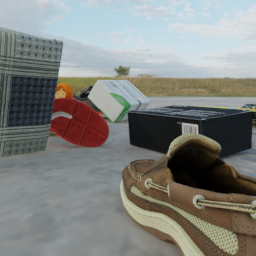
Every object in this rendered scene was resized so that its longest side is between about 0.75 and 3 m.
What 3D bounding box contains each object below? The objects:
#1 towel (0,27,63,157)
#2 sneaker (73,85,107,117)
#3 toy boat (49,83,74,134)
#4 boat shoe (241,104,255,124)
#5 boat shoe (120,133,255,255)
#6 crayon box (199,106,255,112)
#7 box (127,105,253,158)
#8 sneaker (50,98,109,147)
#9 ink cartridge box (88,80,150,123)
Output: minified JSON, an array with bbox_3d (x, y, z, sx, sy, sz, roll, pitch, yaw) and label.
[{"bbox_3d":[-1.861,-0.442,3.758,1.895,1.825,0.327,-3,24,-45],"label":"towel"},{"bbox_3d":[-1.027,-0.975,10.281,1.122,1.192,2.911,3,8,41],"label":"sneaker"},{"bbox_3d":[-1.568,-0.497,6.849,1.191,1.193,1.825,-1,8,-5],"label":"toy boat"},{"bbox_3d":[3.940,-0.355,7.766,0.987,0.769,2.175,-1,0,-2],"label":"boat shoe"},{"bbox_3d":[0.471,0.394,1.919,0.735,0.736,1.989,-3,8,-21],"label":"boat shoe"},{"bbox_3d":[2.495,-0.317,8.084,1.293,0.517,2.037,-7,10,-39],"label":"crayon box"},{"bbox_3d":[1.000,0.011,4.846,1.243,0.694,1.761,-12,13,-33],"label":"box"},{"bbox_3d":[-1.347,-0.236,5.327,1.973,0.773,1.140,25,-4,-14],"label":"sneaker"},{"bbox_3d":[-0.245,-0.973,9.612,1.334,0.756,1.820,45,29,18],"label":"ink cartridge box"}]
